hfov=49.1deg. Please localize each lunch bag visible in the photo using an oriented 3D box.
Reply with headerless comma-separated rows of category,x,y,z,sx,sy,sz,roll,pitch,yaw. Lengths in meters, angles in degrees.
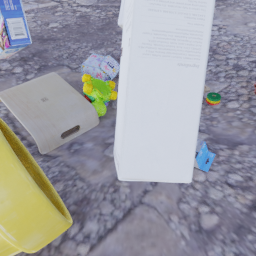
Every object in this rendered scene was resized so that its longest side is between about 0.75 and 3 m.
lunch bag,-0.948,-2.159,10.135,1.190,0.756,1.009,17,42,11

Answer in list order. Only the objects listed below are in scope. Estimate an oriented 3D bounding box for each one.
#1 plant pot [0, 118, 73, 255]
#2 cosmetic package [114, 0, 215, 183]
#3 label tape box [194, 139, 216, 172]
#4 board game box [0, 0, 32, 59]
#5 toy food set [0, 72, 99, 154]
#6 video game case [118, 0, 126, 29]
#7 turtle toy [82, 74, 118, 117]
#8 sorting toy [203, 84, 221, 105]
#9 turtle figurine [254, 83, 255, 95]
plant pot,-2.578,1.368,4.760,2.322,2.469,2.469,-36,50,-15
cosmetic package,0.456,-0.736,4.653,1.191,2.935,1.656,5,8,-7
label tape box,1.661,0.600,7.113,1.016,0.322,0.733,19,43,22
board game box,-3.666,-3.509,7.690,0.629,2.899,2.885,-19,14,-30
toy food set,-2.402,-0.534,8.264,1.934,0.814,2.695,-30,56,-32
video game case,0.510,-4.142,8.307,0.255,2.926,2.092,12,3,25
turtle toy,-0.943,-0.988,8.669,1.099,0.762,1.508,13,38,-22
sorting toy,1.785,-1.306,9.329,1.233,0.433,2.558,-19,44,-22
turtle figurine,5.627,-1.651,8.527,2.103,2.923,2.834,47,46,1
